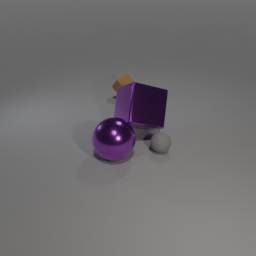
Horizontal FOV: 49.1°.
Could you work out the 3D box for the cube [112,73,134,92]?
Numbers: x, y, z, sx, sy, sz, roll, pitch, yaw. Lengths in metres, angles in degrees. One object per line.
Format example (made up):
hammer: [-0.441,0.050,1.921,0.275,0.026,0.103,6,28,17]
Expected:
cube: [-0.185,-1.975,12.998,0.700,0.700,0.700,-38,88,-30]

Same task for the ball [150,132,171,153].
ball: [1.100,0.475,9.384,0.700,0.700,0.700,0,29,0]

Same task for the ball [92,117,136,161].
ball: [-0.448,0.354,8.982,1.400,1.400,1.400,0,29,0]

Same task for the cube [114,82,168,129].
cube: [0.429,-0.743,10.121,1.400,1.400,1.400,9,-5,-25]
